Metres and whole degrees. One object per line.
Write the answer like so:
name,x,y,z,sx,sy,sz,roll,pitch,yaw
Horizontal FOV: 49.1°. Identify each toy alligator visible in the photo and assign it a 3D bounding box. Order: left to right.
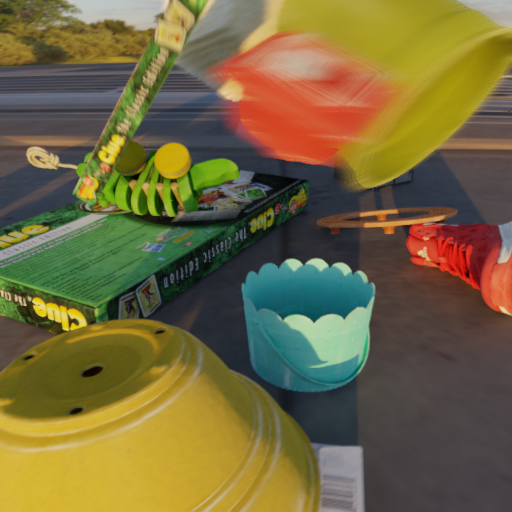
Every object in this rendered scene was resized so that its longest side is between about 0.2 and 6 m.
toy alligator,-2.053,-1.121,8.787,3.554,1.054,0.964,4,64,9

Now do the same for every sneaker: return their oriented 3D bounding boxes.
sneaker,2.764,0.128,7.610,1.522,1.033,2.636,1,10,24

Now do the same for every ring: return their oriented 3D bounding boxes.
ring,2.153,-0.589,9.350,2.285,0.219,2.285,-5,9,1

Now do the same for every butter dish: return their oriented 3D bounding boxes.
butter dish,0.413,-1.287,5.074,1.299,0.963,1.302,32,47,10

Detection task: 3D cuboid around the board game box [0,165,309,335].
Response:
board game box,-1.679,-0.477,9.156,3.054,0.684,5.830,15,27,25

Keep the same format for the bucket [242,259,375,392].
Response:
bucket,0.546,0.718,5.985,1.438,0.935,1.438,0,24,0

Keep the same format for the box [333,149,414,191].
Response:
box,2.651,-2.042,12.661,1.227,0.702,1.348,-16,28,-30

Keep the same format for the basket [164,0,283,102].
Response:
basket,-0.289,-3.975,9.372,1.600,1.971,1.989,-2,-13,40

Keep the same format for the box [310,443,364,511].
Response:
box,-0.258,1.897,3.911,1.990,0.410,1.552,4,23,7

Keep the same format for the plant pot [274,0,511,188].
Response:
plant pot,1.660,-2.805,7.854,2.651,2.651,2.553,-22,66,-41

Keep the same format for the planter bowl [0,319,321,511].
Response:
planter bowl,-1.024,1.242,3.930,2.859,1.191,2.859,-7,20,3

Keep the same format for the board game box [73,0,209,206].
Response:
board game box,-1.276,-2.161,6.640,0.387,3.299,1.729,29,46,-17
